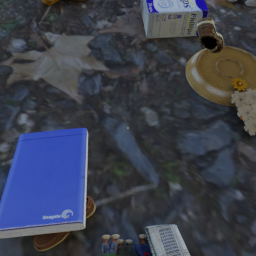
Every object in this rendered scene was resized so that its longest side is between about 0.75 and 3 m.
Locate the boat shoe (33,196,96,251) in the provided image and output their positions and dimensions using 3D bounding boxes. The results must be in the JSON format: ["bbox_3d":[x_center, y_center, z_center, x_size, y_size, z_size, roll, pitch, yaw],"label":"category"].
[{"bbox_3d":[-1.452,2.084,6.337,1.608,0.543,0.579,-35,62,-22],"label":"boat shoe"}]

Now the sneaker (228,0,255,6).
[{"bbox_3d":[4.987,-5.694,11.800,1.598,0.603,0.909,18,59,15],"label":"sneaker"}]

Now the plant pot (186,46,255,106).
[{"bbox_3d":[3.311,-1.878,9.257,2.740,0.377,2.740,0,55,0],"label":"plant pot"}]

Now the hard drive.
[{"bbox_3d":[-1.926,1.136,6.731,1.852,0.356,2.808,-6,43,-1],"label":"hard drive"}]

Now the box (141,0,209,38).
[{"bbox_3d":[1.675,-4.501,10.632,2.170,1.139,1.996,-4,56,-4],"label":"box"}]

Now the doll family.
[{"bbox_3d":[0.245,2.833,5.722,1.880,0.738,1.087,0,50,-4],"label":"doll family"}]

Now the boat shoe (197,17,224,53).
[{"bbox_3d":[2.005,-2.101,6.877,0.527,1.428,0.528,-8,75,32],"label":"boat shoe"}]

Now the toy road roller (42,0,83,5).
[{"bbox_3d":[-2.513,-5.912,11.536,1.595,1.343,2.185,36,59,13],"label":"toy road roller"}]

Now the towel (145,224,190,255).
[{"bbox_3d":[0.905,2.571,5.759,0.206,1.150,1.194,-37,55,27],"label":"towel"}]

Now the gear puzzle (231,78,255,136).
[{"bbox_3d":[3.504,-0.655,8.261,0.998,0.252,1.927,-10,68,-17],"label":"gear puzzle"}]
